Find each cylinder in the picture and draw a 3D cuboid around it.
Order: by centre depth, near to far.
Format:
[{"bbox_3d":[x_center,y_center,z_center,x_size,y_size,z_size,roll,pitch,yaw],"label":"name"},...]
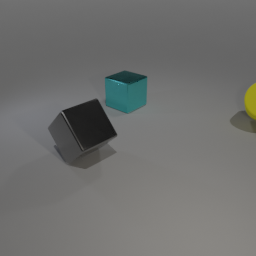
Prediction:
[{"bbox_3d":[5.232,-0.996,10.754,1.400,1.400,1.400,14,2,24],"label":"cylinder"}]

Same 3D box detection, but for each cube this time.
[{"bbox_3d":[-1.475,0.114,8.999,1.400,1.400,1.400,-26,-6,-38],"label":"cube"},{"bbox_3d":[-0.081,-1.693,12.867,1.400,1.400,1.400,22,36,35],"label":"cube"}]
